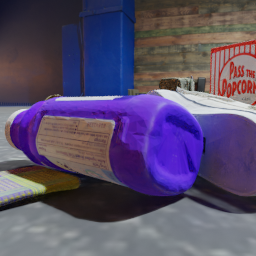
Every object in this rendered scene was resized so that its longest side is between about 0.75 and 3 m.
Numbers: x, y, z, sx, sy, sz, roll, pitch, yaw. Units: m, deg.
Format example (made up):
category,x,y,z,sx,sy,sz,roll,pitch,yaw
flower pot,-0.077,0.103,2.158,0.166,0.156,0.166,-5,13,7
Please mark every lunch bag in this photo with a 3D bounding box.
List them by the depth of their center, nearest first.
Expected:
category,x,y,z,sx,sy,sz,roll,pitch,yaw
lunch bag,2.641,-1.581,14.401,1.504,2.158,1.810,5,9,45

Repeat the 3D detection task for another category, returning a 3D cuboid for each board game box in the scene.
category,x,y,z,sx,sy,sz,roll,pitch,yaw
board game box,2.143,-0.552,5.012,0.444,1.917,1.452,-3,6,-30

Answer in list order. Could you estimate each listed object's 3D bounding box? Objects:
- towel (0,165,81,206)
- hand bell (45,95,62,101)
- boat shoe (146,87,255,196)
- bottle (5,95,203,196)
category,x,y,z,sx,sy,sz,roll,pitch,yaw
towel,-1.155,0.572,2.695,0.881,0.140,1.227,6,9,44
hand bell,-3.209,-0.544,11.257,1.126,1.126,2.163,-4,-5,-35
boat shoe,1.177,0.000,3.732,1.246,1.079,2.922,-2,8,-21
bottle,-0.529,0.110,3.214,2.606,0.851,1.088,5,-14,40
